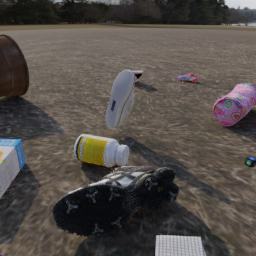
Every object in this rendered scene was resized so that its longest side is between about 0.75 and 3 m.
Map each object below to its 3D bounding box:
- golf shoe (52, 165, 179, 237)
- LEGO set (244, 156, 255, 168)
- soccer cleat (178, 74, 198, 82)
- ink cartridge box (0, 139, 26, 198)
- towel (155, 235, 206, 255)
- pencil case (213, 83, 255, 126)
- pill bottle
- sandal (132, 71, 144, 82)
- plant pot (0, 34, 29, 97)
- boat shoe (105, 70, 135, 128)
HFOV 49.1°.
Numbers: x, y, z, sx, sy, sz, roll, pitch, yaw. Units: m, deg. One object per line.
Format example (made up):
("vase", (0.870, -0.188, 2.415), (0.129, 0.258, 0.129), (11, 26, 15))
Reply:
("golf shoe", (-0.307, 1.522, 6.312), (2.849, 1.108, 1.346), (-9, 10, -23))
("LEGO set", (4.439, 1.322, 7.384), (2.527, 0.620, 1.888), (8, 22, -8))
("soccer cleat", (3.530, -2.994, 16.480), (1.228, 0.469, 0.409), (14, 28, 26))
("ink cartridge box", (-3.765, 1.155, 7.069), (1.411, 0.831, 2.450), (1, 25, 2))
("towel", (0.908, 2.394, 4.862), (0.901, 0.465, 1.088), (3, 23, 4))
("pencil case", (4.424, -1.039, 11.375), (1.223, 1.223, 2.797), (17, 29, 33))
("pill bottle", (-0.748, 0.676, 8.112), (1.464, 0.820, 0.820), (10, 26, 20))
("sandal", (0.252, -2.913, 16.276), (0.817, 0.611, 2.134), (-7, 4, -25))
("plant pot", (-6.508, -2.457, 12.482), (2.960, 2.960, 2.930), (19, 33, 35))
("boat shoe", (-0.118, -0.944, 9.449), (0.713, 2.171, 0.781), (-8, 37, -38))
